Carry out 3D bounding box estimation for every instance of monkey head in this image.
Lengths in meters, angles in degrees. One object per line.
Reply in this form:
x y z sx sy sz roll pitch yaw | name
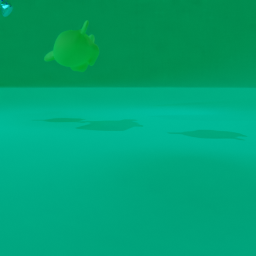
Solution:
-1.460 -2.327 7.881 1.877 1.350 1.131 -25 -44 35 | monkey head
-3.968 -3.891 8.143 1.674 1.205 1.009 -38 -18 24 | monkey head
